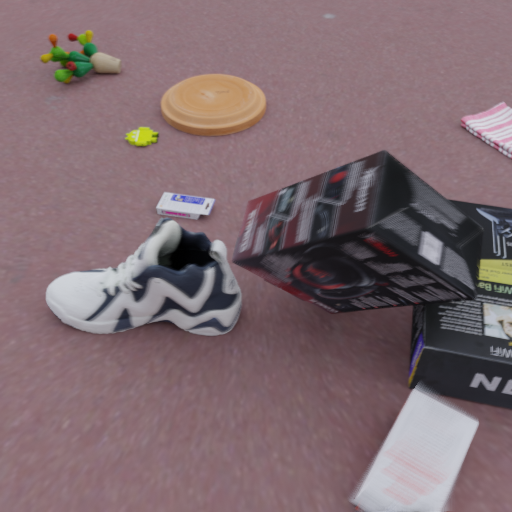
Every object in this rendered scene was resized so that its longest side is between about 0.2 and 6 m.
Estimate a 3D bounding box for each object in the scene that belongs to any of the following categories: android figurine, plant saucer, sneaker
[{"bbox_3d":[-2.594,-2.692,12.697,0.736,0.151,0.670,2,45,-1],"label":"android figurine"},{"bbox_3d":[-1.036,-3.764,13.590,2.548,0.411,2.548,1,45,-1],"label":"plant saucer"},{"bbox_3d":[-1.791,0.193,8.470,3.105,2.020,1.239,8,45,8],"label":"sneaker"}]

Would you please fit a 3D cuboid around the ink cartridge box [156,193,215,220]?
[{"bbox_3d":[-1.366,-0.966,10.933,1.068,0.198,0.506,7,45,10],"label":"ink cartridge box"}]

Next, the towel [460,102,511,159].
[{"bbox_3d":[5.793,-2.820,12.729,1.378,0.282,1.884,-23,49,-20],"label":"towel"}]

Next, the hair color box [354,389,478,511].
[{"bbox_3d":[1.993,2.606,6.967,0.900,0.519,1.623,26,58,23],"label":"hair color box"}]

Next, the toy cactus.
[{"bbox_3d":[-4.526,-5.283,14.791,1.867,1.157,2.262,9,36,-4],"label":"toy cactus"}]

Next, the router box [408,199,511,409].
[{"bbox_3d":[4.577,0.790,8.513,4.191,1.095,3.295,10,46,10],"label":"router box"}]

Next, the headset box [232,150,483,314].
[{"bbox_3d":[1.248,-0.112,7.885,2.179,2.932,1.100,28,65,-31],"label":"headset box"}]
